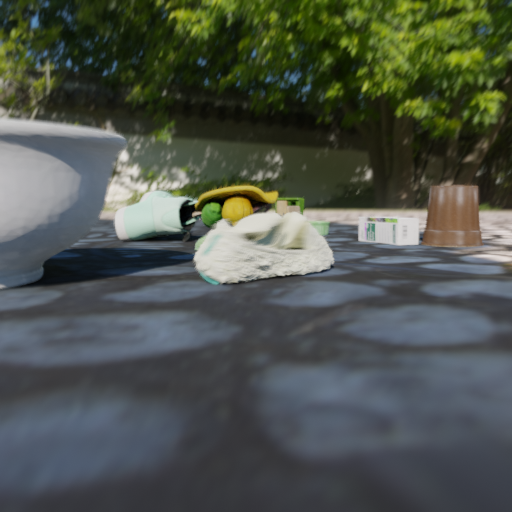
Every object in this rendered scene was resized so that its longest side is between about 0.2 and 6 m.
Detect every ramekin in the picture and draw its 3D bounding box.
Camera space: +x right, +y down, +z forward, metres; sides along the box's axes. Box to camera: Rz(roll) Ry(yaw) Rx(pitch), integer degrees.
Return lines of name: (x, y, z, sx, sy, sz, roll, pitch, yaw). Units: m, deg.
ramekin: (1.616, -0.743, 15.160, 0.747, 0.365, 0.747, 0, 6, 0)

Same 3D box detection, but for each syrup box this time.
syrup box: (2.884, -0.564, 12.327, 0.591, 0.572, 1.452, -3, 6, -25)

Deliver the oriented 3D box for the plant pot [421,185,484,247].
plant pot: (4.164, -0.856, 11.856, 1.276, 1.264, 1.276, 1, 5, 0)

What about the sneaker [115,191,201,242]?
sneaker: (-2.006, -0.983, 13.623, 1.791, 1.117, 3.036, -5, 15, 11)

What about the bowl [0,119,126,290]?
bowl: (-3.356, -0.552, 6.276, 3.772, 1.695, 3.772, 0, 7, 0)

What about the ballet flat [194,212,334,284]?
ballet flat: (0.288, -0.148, 6.973, 0.865, 0.865, 2.410, 5, 9, 39)

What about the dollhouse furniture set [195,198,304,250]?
dollhouse furniture set: (0.067, -0.664, 11.211, 1.294, 0.999, 2.588, 4, 7, 38)

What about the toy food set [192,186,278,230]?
toy food set: (-0.441, -0.738, 11.614, 1.574, 0.874, 2.675, -4, -6, -13)
